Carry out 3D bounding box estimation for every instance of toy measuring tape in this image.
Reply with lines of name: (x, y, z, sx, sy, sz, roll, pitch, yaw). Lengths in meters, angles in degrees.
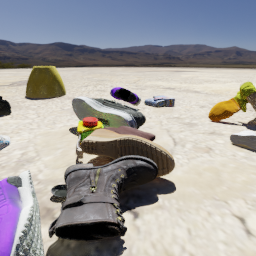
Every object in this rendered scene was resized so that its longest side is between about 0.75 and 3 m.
toy measuring tape: (-1.039, 0.232, 7.871, 0.804, 0.804, 2.186, -2, 23, -8)

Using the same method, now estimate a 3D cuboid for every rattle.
rattle: (4.915, -0.643, 11.529, 1.886, 2.070, 2.898, 46, 20, 25)

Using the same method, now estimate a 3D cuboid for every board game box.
board game box: (1.696, -1.357, 14.190, 1.267, 0.391, 1.266, -11, 18, -36)

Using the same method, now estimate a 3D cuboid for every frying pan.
frying pan: (-1.088, 1.212, 5.317, 0.736, 0.120, 0.445, 5, 18, -6)

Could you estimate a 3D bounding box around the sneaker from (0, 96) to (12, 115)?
sneaker: (-5.777, -0.952, 11.918, 1.461, 0.837, 0.559, -7, 15, -15)

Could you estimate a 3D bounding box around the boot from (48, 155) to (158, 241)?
boot: (-0.262, 1.186, 4.681, 1.967, 0.681, 1.712, -7, 22, -9)

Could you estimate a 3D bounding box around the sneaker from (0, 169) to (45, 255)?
sneaker: (-1.795, 1.353, 3.731, 1.168, 0.817, 2.349, -12, 14, -17)

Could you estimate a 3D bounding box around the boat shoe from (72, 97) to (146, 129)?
boat shoe: (-0.729, -0.480, 9.628, 2.989, 1.057, 0.952, 22, 39, 36)

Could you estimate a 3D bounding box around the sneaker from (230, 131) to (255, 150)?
sneaker: (3.634, 0.302, 8.054, 0.677, 0.432, 1.172, -14, 19, -34)

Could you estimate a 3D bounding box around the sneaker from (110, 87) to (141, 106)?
sneaker: (-0.303, -1.691, 13.581, 1.934, 0.672, 0.962, 23, 0, 39)

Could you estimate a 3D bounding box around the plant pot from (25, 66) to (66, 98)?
plant pot: (-5.104, -2.910, 17.292, 2.471, 1.754, 2.471, 0, 16, 0)

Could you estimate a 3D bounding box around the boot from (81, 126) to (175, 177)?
boot: (0.291, 0.372, 6.956, 2.444, 0.884, 2.033, 12, 16, 28)

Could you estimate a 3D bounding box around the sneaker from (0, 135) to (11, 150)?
sneaker: (-3.620, 0.353, 7.963, 0.360, 0.381, 0.942, -2, 14, -1)
